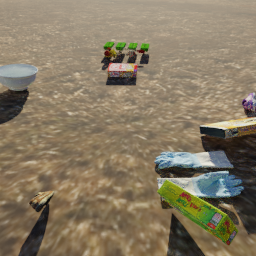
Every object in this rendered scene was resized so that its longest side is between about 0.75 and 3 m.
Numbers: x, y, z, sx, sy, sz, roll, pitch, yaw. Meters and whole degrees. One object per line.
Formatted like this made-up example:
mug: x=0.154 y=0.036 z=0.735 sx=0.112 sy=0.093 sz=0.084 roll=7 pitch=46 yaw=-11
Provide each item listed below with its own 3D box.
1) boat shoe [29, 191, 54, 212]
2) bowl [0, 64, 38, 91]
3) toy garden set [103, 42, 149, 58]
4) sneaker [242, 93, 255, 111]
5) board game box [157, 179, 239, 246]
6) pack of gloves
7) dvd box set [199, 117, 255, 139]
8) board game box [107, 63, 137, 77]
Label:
boat shoe: x=-1.707 y=1.392 z=5.560 sx=0.285 sy=0.292 sz=0.772 roll=32 pitch=5 yaw=2
bowl: x=-4.228 y=-1.891 z=10.723 sx=1.565 sy=0.703 sz=1.565 roll=3 pitch=31 yaw=-2
toy garden set: x=-0.114 y=-3.919 z=14.319 sx=2.289 sy=0.457 sz=1.908 roll=4 pitch=30 yaw=6
sneaker: x=4.100 y=-0.908 z=9.523 sx=0.433 sy=0.394 sz=0.980 roll=3 pitch=32 yaw=20
board game box: x=1.217 y=1.482 z=5.041 sx=0.324 sy=0.692 sz=1.362 roll=-51 pitch=39 yaw=-12
pack of gloves: x=1.614 y=0.938 z=6.537 sx=1.921 sy=0.379 sz=1.614 roll=-2 pitch=33 yaw=-3
dvd box set: x=3.068 y=-0.039 z=7.654 sx=1.797 sy=0.264 sz=1.315 roll=-9 pitch=6 yaw=-12
board game box: x=-0.226 y=-2.506 z=12.143 sx=1.243 sy=0.288 sz=0.942 roll=1 pitch=32 yaw=2
